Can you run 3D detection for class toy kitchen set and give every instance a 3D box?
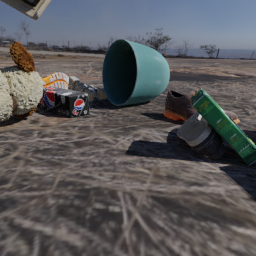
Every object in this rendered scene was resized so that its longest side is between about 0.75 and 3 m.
[{"bbox_3d":[-1.662,-1.517,11.951,1.214,0.893,1.516,-14,42,-40],"label":"toy kitchen set"}]

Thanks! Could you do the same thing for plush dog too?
[{"bbox_3d":[-3.476,-0.950,7.631,2.461,2.865,2.299,-26,62,-36],"label":"plush dog"}]

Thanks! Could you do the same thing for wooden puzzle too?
[{"bbox_3d":[-2.072,-3.256,6.019,1.690,1.563,0.315,32,-5,23],"label":"wooden puzzle"}]

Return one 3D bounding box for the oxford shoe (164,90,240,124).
[{"bbox_3d":[2.059,-0.602,8.267,0.903,0.923,2.533,-15,22,-41],"label":"oxford shoe"}]

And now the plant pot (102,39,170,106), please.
[{"bbox_3d":[0.426,-2.090,10.983,1.961,2.443,2.443,-3,16,-34],"label":"plant pot"}]

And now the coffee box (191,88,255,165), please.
[{"bbox_3d":[1.968,-0.079,5.766,1.643,0.361,1.010,45,19,-5],"label":"coffee box"}]

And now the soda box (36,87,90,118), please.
[{"bbox_3d":[-2.365,-0.947,9.767,2.306,0.730,0.816,15,22,42],"label":"soda box"}]

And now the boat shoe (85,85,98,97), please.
[{"bbox_3d":[-1.694,-1.725,12.774,0.445,0.481,1.303,-15,23,-32],"label":"boat shoe"}]

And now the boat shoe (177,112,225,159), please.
[{"bbox_3d":[1.713,0.164,6.600,0.717,0.830,2.285,43,12,-4],"label":"boat shoe"}]

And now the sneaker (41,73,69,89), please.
[{"bbox_3d":[-3.804,-2.043,13.094,0.971,0.984,2.515,7,18,39],"label":"sneaker"}]
